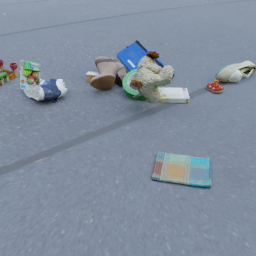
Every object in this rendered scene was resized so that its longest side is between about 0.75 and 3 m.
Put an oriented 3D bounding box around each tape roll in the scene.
[{"bbox_3d":[0.595,-2.077,13.156,1.683,0.404,1.683,-4,58,6],"label":"tape roll"}]

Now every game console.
[{"bbox_3d":[0.940,-3.366,14.916,2.087,1.447,2.445,-34,60,-6],"label":"game console"}]

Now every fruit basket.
[{"bbox_3d":[-3.626,-1.961,10.512,0.488,1.041,0.964,-4,-1,29],"label":"fruit basket"}]

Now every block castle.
[{"bbox_3d":[-6.789,-2.831,14.224,1.407,0.987,2.105,15,39,21],"label":"block castle"}]

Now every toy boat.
[{"bbox_3d":[4.231,-2.057,13.508,0.560,0.560,0.857,-20,40,-25],"label":"toy boat"}]

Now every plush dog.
[{"bbox_3d":[0.788,-2.182,11.439,1.557,1.941,1.667,9,51,-18],"label":"plush dog"}]

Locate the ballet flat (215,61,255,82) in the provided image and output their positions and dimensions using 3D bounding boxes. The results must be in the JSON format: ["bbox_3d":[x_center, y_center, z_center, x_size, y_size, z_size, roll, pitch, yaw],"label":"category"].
[{"bbox_3d":[5.669,-2.844,14.404,2.750,0.955,0.955,-24,42,-30],"label":"ballet flat"}]

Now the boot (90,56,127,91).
[{"bbox_3d":[-1.157,-2.808,13.879,2.567,0.902,1.877,-7,53,-43],"label":"boot"}]

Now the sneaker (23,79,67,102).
[{"bbox_3d":[-3.849,-1.939,13.203,1.641,0.903,2.241,-17,33,-37],"label":"sneaker"}]

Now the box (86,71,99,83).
[{"bbox_3d":[-1.699,-2.564,14.288,0.768,0.478,0.374,7,36,10],"label":"box"}]

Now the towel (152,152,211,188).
[{"bbox_3d":[1.767,1.323,9.121,1.840,0.200,1.349,7,35,10],"label":"towel"}]

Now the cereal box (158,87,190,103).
[{"bbox_3d":[2.075,-1.531,13.011,1.442,0.285,1.037,2,36,3],"label":"cereal box"}]
